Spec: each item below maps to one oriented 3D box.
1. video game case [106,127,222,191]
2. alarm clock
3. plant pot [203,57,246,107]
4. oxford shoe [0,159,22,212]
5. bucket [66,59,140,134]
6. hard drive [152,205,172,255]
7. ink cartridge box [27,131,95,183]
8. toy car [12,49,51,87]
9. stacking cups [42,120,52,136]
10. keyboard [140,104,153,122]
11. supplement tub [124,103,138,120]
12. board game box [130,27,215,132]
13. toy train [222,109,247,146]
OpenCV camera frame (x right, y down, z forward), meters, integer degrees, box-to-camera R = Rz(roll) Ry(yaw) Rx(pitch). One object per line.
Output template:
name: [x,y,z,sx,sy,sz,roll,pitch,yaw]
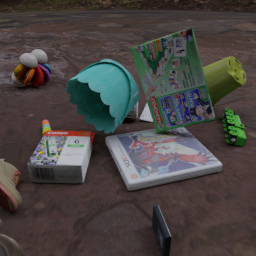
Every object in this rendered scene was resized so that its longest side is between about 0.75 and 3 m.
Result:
video game case: [0.931,0.729,8.326,2.717,0.312,2.476,-8,30,-16]
alarm clock: [-2.598,2.429,4.704,1.799,0.888,2.667,-7,26,-12]
plant pot: [3.351,-1.771,10.278,1.684,1.684,1.548,-31,2,-43]
oxford shoe: [-3.013,1.250,6.915,0.811,0.764,2.169,-20,34,-37]
bucket: [-0.719,-1.002,8.481,2.043,2.043,1.329,23,56,36]
hard drive: [0.660,2.053,5.609,0.136,0.577,0.827,-6,29,-10]
ink cartridge box: [-1.815,0.552,8.272,1.420,0.656,2.606,1,30,2]
toy car: [-4.528,-2.722,13.672,1.491,1.740,1.988,39,33,-2]
stacking cups: [-2.833,0.033,9.656,0.333,0.333,1.101,-11,27,-19]
keyboard: [1.021,-0.796,11.341,0.659,0.125,2.343,7,30,12]
supplement tub: [-0.436,-0.827,10.484,1.631,1.000,1.000,1,28,2]
board game box: [1.369,-1.356,8.459,1.863,2.768,0.403,-12,17,22]
toy train: [3.672,-0.069,9.704,0.622,0.461,2.207,15,30,6]
